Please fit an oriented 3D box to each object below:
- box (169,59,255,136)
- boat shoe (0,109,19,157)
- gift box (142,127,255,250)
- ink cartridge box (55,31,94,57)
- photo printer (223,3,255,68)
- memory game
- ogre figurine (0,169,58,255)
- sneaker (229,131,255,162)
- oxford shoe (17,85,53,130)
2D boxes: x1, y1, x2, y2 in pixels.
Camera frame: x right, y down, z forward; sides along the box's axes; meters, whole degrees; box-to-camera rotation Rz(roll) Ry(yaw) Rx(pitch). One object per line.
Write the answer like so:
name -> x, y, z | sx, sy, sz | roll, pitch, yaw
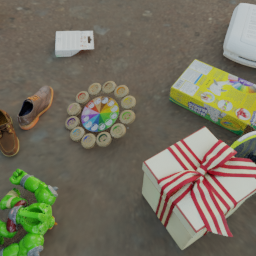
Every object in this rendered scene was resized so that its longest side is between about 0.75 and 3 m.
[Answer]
box -> 2.924, -0.939, 8.648 | 2.841, 0.687, 1.667 | 29, 60, 22
boat shoe -> -3.527, 0.117, 7.993 | 0.561, 0.526, 1.557 | -20, 58, -13
gift box -> 1.631, 1.389, 6.218 | 1.979, 2.003, 2.145 | -32, 60, -20
ink cartridge box -> -1.974, -3.146, 10.401 | 1.392, 0.349, 1.120 | -3, 55, -7
photo printer -> 4.687, -3.225, 10.046 | 2.244, 0.937, 2.697 | 18, 58, 11
memory game -> -0.832, -0.454, 8.213 | 2.253, 0.143, 2.253 | -8, 62, 16
ogre figurine -> -2.361, 2.058, 6.366 | 1.286, 1.052, 2.145 | 2, 43, 16
sneaker -> 3.695, 0.625, 7.441 | 2.539, 0.938, 1.027 | -15, 60, -8
oxford shoe -> -2.798, -0.758, 8.545 | 0.598, 0.611, 1.677 | 14, 56, 9
